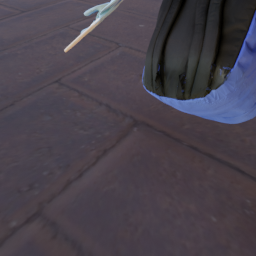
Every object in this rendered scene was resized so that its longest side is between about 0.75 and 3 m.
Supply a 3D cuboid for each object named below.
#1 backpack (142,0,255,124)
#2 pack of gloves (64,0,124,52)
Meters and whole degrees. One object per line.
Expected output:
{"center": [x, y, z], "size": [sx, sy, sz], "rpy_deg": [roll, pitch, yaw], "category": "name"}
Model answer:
{"center": [1.803, -1.503, 5.053], "size": [2.395, 2.854, 2.319], "rpy_deg": [23, -4, -34], "category": "backpack"}
{"center": [-0.606, -3.330, 7.512], "size": [2.690, 0.531, 2.260], "rpy_deg": [-34, 19, 24], "category": "pack of gloves"}
